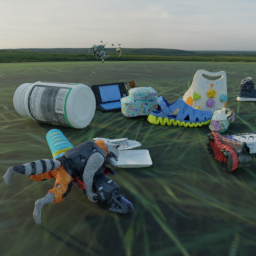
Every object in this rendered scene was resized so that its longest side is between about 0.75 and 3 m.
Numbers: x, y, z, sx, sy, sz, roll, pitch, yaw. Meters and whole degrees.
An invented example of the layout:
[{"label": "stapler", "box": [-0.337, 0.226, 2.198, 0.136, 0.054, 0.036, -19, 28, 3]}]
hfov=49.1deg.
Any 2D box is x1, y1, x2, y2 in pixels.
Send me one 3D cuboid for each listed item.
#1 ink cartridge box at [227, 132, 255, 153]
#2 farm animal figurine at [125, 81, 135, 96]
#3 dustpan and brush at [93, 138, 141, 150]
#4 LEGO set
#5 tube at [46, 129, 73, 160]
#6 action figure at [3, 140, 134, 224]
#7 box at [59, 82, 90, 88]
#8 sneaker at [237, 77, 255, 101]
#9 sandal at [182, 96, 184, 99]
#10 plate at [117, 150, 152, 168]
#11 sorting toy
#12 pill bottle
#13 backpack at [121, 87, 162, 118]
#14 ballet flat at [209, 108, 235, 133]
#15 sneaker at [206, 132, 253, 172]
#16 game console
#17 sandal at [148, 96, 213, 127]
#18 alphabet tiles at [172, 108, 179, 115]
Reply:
[{"label": "ink cartridge box", "box": [3.725, 0.377, 7.974, 1.607, 0.355, 0.755, -5, 18, -16]}, {"label": "farm animal figurine", "box": [-0.427, -1.795, 14.532, 1.761, 0.886, 1.422, -20, 6, -36]}, {"label": "dustpan and brush", "box": [-0.418, 0.408, 7.731, 1.337, 0.383, 0.933, -8, 0, 31]}, {"label": "LEGO set", "box": [-0.861, -2.775, 10.018, 1.248, 0.811, 0.354, -18, 4, 17]}, {"label": "tube", "box": [-1.752, 0.548, 7.402, 0.713, 0.464, 1.842, -20, 27, -20]}, {"label": "action figure", "box": [-0.903, 0.845, 5.211, 2.126, 1.149, 2.198, -25, 29, -37]}, {"label": "box", "box": [-3.843, -1.984, 15.148, 2.915, 0.725, 2.298, 5, 18, 16]}, {"label": "sneaker", "box": [6.555, -2.008, 14.465, 1.678, 1.213, 0.638, 0, 15, -5]}, {"label": "sandal", "box": [3.163, -1.610, 14.800, 0.778, 0.223, 0.298, 2, 17, 6]}, {"label": "plate", "box": [0.087, 0.779, 6.997, 0.938, 0.152, 0.940, -2, 17, -2]}, {"label": "sorting toy", "box": [3.388, -1.537, 11.724, 1.940, 1.747, 1.037, 2, 16, -3]}, {"label": "pill bottle", "box": [-2.693, -0.901, 10.167, 2.728, 1.543, 1.543, 9, 19, 27]}, {"label": "backpack", "box": [0.485, -1.001, 11.220, 1.556, 1.171, 1.381, -12, 21, -5]}, {"label": "ballet flat", "box": [3.334, -0.353, 9.864, 0.644, 0.663, 1.862, 8, 18, 35]}, {"label": "sneaker", "box": [2.525, 0.548, 6.996, 0.827, 0.598, 1.692, -2, 19, -4]}, {"label": "game console", "box": [-0.648, -1.457, 12.801, 1.743, 1.488, 1.031, -10, -7, -24]}, {"label": "sandal", "box": [1.893, -0.603, 10.151, 2.325, 1.012, 0.924, 4, 15, 6]}, {"label": "alphabet tiles", "box": [1.690, -0.695, 12.000, 2.324, 0.088, 1.943, 9, 20, 29]}]
